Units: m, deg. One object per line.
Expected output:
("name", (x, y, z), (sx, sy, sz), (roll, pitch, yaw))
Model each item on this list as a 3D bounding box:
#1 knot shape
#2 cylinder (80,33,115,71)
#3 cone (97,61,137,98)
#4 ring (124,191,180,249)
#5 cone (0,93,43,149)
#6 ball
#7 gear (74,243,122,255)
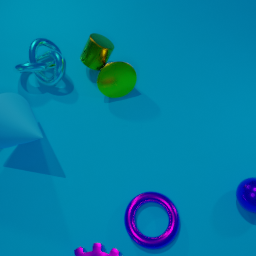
("knot shape", (-2.567, -1.973, 8.651), (1.570, 0.775, 1.678), (36, 67, 24))
("cylinder", (-0.958, -2.346, 8.658), (0.827, 0.827, 0.827), (22, 37, -18))
("cone", (-0.467, -1.765, 8.698), (1.214, 1.214, 1.219), (-14, 41, -7))
("ring", (0.591, 2.261, 6.949), (1.381, 0.276, 1.381), (1, 63, -1))
("cone", (-2.630, 0.023, 7.073), (1.554, 1.548, 1.548), (19, 64, 33))
("ball", (3.137, 1.661, 6.935), (0.869, 0.869, 0.869), (0, 64, 0))
("gear", (-0.734, 3.536, 6.128), (1.837, 0.340, 1.837), (-5, 58, 8))
